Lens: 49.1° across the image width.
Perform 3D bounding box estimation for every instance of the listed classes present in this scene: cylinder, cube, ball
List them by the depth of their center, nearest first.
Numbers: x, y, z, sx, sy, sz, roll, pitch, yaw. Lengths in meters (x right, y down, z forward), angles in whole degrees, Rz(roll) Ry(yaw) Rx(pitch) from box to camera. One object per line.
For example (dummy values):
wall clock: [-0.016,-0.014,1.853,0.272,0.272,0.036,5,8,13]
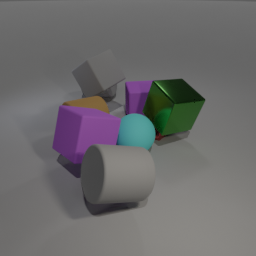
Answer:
cylinder: [-0.272,1.133,6.957,1.400,1.400,1.400,6,22,-32]
cube: [-1.279,0.181,8.567,1.400,1.400,1.400,3,13,-43]
ball: [0.228,0.211,9.542,1.400,1.400,1.400,0,28,0]
cube: [1.581,-0.778,9.967,1.400,1.400,1.400,-10,45,-31]
cylinder: [-1.627,-0.419,10.608,1.400,1.400,1.400,-16,32,-34]
cube: [1.111,-0.042,10.742,0.700,0.700,0.700,21,35,31]
cube: [-1.251,-2.267,11.928,1.400,1.400,1.400,-37,13,-37]
cube: [0.653,-1.154,12.085,1.400,1.400,1.400,-4,28,-6]
cylinder: [-1.431,-2.232,13.892,1.400,1.400,1.400,1,27,20]
